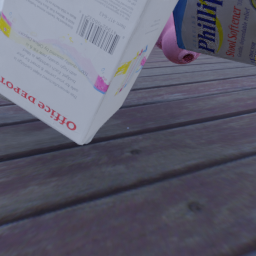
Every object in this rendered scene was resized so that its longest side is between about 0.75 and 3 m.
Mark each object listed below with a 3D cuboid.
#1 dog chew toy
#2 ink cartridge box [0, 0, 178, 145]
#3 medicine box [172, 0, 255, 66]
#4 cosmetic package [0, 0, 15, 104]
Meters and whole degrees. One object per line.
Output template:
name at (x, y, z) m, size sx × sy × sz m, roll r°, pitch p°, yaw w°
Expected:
dog chew toy at (1.405, -3.097, 8.242) m, size 1.864 × 1.864 × 2.993 m, roll -3°, pitch 57°, yaw -7°
ink cartridge box at (-0.672, -1.219, 4.133) m, size 1.692 × 2.632 × 1.648 m, roll 33°, pitch 32°, yaw 4°
medicine box at (2.204, -2.416, 5.153) m, size 2.540 × 2.313 × 1.307 m, roll 19°, pitch 73°, yaw 22°
cosmetic package at (-2.551, -2.102, 5.390) m, size 1.893 × 2.276 × 1.904 m, roll 25°, pitch 53°, yaw -11°
